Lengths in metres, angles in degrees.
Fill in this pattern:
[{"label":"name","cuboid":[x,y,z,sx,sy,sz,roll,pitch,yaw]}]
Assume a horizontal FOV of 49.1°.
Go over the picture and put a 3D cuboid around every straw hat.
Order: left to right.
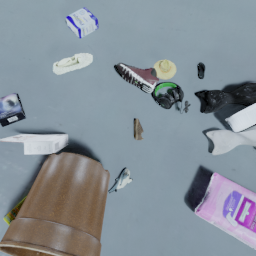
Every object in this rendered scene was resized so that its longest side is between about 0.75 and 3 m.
[{"label":"straw hat","cuboid":[1.505,-2.475,11.215,1.008,0.426,1.008,0,64,1]}]

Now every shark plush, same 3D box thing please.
[{"label":"shark plush","cuboid":[-0.251,1.793,9.244,0.403,0.439,0.967,37,89,38]}]

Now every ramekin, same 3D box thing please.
[{"label":"ramekin","cuboid":[4.084,-0.342,9.711,1.229,1.229,0.599,-26,81,-12]}]

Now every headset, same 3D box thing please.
[{"label":"headset","cuboid":[1.651,-1.172,10.350,1.055,0.803,1.708,-30,56,-13]}]

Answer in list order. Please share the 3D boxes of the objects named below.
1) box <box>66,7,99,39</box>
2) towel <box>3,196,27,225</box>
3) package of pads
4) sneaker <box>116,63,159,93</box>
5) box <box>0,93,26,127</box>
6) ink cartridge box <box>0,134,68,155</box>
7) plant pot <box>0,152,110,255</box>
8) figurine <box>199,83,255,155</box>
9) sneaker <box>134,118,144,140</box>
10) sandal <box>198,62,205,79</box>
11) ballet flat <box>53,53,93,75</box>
[{"label":"box","cuboid":[-1.983,-4.589,12.199,1.050,0.551,0.966,-36,68,-15]},{"label":"towel","cuboid":[-3.220,2.566,8.877,0.583,0.122,1.355,40,69,13]},{"label":"package of pads","cuboid":[3.341,2.543,8.412,2.367,0.896,1.426,28,74,14]},{"label":"sneaker","cuboid":[0.459,-2.169,11.011,1.740,0.658,1.005,37,64,6]},{"label":"box","cuboid":[-4.353,-0.671,10.239,0.911,0.562,0.904,-23,64,-11]},{"label":"ink cartridge box","cuboid":[-2.941,0.482,8.949,1.681,1.909,0.427,0,94,1]},{"label":"plant pot","cuboid":[-1.745,2.302,7.778,2.684,2.684,2.657,10,55,5]},{"label":"figurine","cuboid":[4.017,-0.317,9.878,2.641,1.165,2.706,-5,64,6]},{"label":"sneaker","cuboid":[0.395,0.061,10.071,0.318,0.297,0.843,9,65,-17]},{"label":"sandal","cuboid":[2.981,-2.343,11.274,0.306,0.195,0.815,4,63,2]},{"label":"ballet flat","cuboid":[-2.189,-2.636,11.220,1.742,0.625,0.625,-26,66,-13]}]
